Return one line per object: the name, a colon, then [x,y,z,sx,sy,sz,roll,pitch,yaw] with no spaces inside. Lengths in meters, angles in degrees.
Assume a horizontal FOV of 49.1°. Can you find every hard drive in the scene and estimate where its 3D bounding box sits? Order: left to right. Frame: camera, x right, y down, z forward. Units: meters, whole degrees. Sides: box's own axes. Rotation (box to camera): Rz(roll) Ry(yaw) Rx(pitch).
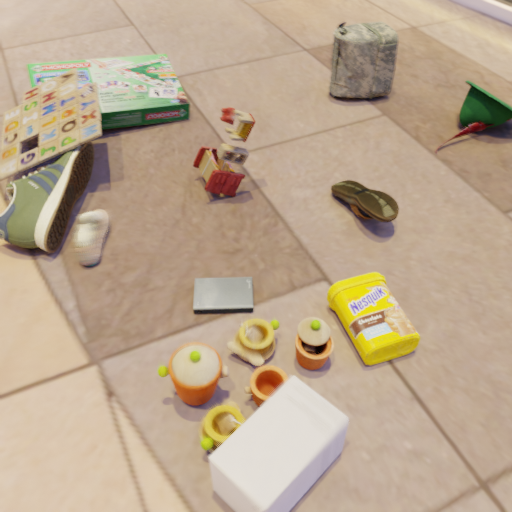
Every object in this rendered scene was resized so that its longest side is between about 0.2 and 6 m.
hard drive: [-0.590,0.715,10.199,1.075,0.177,0.750,-1,45,-1]

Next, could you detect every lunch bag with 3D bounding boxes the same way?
lunch bag: [2.738,-5.185,14.875,1.577,1.880,1.310,-14,46,-15]

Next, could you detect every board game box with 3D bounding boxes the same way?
board game box: [-3.843,-4.261,14.529,3.714,0.541,2.499,-11,51,-17]

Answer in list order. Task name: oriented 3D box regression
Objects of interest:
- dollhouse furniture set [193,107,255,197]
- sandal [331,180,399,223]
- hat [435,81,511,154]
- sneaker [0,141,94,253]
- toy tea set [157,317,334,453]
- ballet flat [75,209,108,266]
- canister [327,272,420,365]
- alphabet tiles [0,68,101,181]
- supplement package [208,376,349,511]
dollhouse furniture set: [-0.559,-2.307,11.931,0.769,1.890,1.017,6,40,-33]
sandal: [2.255,-1.070,11.775,0.783,0.523,1.917,-21,33,-26]
hat: [5.424,-3.255,14.162,2.022,1.780,1.675,20,25,-24]
sneaker: [-4.481,-1.423,11.675,1.410,1.053,3.140,7,49,0]
toy tea set: [-0.054,1.616,8.605,2.796,1.035,1.662,-34,59,-29]
ballet flat: [-3.281,-0.523,11.125,0.549,0.543,1.613,-17,45,6]
canister: [1.990,1.058,9.557,1.074,0.626,1.446,-14,48,-14]
alphabet tiles: [-4.677,-3.153,12.680,2.475,0.112,2.961,-22,51,7]
supplement package: [0.312,2.696,7.628,1.015,1.027,1.694,34,54,29]
